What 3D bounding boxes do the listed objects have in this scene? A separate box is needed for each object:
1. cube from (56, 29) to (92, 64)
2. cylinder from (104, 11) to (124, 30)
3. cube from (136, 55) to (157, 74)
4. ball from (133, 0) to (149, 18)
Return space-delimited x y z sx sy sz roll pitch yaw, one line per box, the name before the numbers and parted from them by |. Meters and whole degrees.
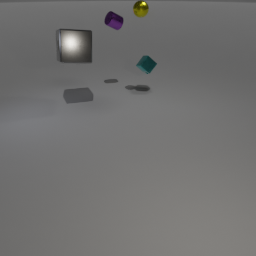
cube | -2.445 -3.676 12.620 1.400 1.400 1.400 -4 17 -20
cylinder | -0.696 -5.330 13.924 0.700 0.700 0.700 12 16 -39
cube | 0.976 -3.351 14.843 0.700 0.700 0.700 36 0 -22
ball | 0.564 -5.217 12.286 0.700 0.700 0.700 0 28 0
